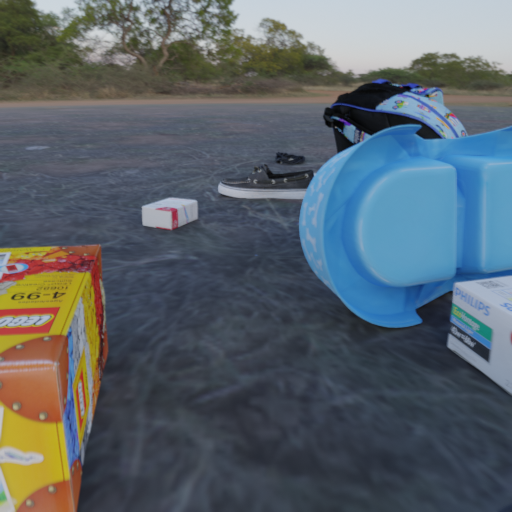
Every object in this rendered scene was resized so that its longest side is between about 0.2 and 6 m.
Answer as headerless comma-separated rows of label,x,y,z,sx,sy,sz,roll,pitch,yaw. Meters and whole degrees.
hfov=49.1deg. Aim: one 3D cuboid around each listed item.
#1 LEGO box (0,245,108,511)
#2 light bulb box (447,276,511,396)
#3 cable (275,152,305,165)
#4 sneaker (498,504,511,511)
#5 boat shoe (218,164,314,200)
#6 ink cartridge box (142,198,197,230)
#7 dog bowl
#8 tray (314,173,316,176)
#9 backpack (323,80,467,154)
LEGO box,-2.859,0.873,4.219,3.166,1.221,2.357,-3,19,-8
light bulb box,2.725,0.735,5.358,1.228,0.766,1.217,-6,20,-15
cable,1.067,-3.066,17.445,0.929,0.289,1.138,2,18,6
sneaker,1.873,1.845,1.519,1.287,1.114,3.107,-16,25,-40
boat shoe,0.241,-1.713,12.681,2.251,0.746,0.787,5,19,14
ink cartridge box,-1.610,-0.803,10.535,0.676,0.392,0.915,9,19,25
dog bowl,2.312,-0.461,6.868,3.977,2.217,0.986,-7,11,-23
tray,2.108,-1.852,13.896,2.230,0.247,1.197,1,20,3
backpack,2.898,-1.967,10.616,1.842,2.499,2.737,-35,36,-25
